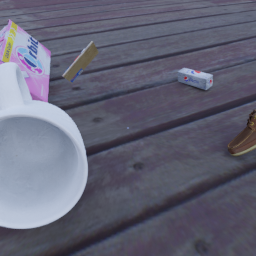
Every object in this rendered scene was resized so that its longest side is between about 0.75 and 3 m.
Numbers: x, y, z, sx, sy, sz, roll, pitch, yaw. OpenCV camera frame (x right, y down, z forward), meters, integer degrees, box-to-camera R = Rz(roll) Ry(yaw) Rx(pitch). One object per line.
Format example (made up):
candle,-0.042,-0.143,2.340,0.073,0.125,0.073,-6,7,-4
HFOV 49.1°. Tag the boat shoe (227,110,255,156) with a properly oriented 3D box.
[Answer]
boat shoe,3.125,-0.139,6.606,0.681,2.017,0.726,46,16,-6

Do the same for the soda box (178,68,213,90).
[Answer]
soda box,2.331,-1.734,9.785,0.390,0.420,1.230,-33,41,-30

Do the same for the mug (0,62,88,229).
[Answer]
mug,-1.930,0.101,5.386,1.988,2.693,2.361,-14,17,-9

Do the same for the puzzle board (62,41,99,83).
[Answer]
puzzle board,-1.524,-2.108,9.078,0.123,1.417,1.068,41,1,3

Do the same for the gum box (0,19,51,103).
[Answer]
gum box,-3.295,-1.861,8.439,0.946,1.623,2.860,-33,44,21
